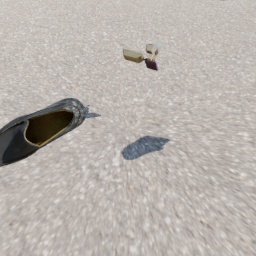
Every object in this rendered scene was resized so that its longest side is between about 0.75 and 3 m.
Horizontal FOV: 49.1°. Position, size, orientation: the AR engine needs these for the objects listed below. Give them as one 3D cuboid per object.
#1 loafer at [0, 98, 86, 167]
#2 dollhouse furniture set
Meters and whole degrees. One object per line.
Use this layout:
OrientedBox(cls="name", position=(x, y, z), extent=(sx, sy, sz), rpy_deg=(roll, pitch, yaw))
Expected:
OrientedBox(cls="loafer", position=(-1.691, 0.087, 4.814), extent=(2.016, 0.734, 0.729), rpy_deg=(-32, 8, 0))
OrientedBox(cls="dollhouse furniture set", position=(0.435, -2.397, 8.118), extent=(1.201, 0.952, 0.853), rpy_deg=(20, 74, 24))
